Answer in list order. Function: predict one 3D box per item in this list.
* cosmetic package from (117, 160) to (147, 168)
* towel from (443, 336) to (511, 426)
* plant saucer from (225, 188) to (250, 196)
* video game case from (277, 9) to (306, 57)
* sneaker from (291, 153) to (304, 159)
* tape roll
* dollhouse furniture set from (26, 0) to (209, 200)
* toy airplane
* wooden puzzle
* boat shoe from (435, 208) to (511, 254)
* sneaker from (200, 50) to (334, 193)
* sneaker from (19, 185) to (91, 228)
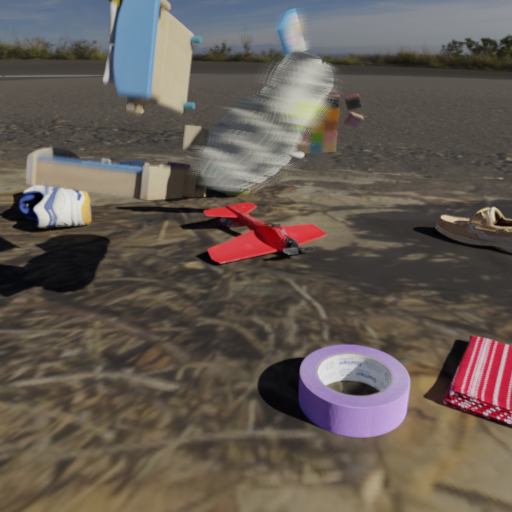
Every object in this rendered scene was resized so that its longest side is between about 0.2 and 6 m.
[{"bbox_3d":[-3.570,-2.477,16.259,0.731,0.451,0.734,-13,28,-28],"label":"cosmetic package"},{"bbox_3d":[3.647,1.635,6.752,2.359,0.265,1.706,13,25,28],"label":"towel"},{"bbox_3d":[-0.528,-1.732,14.857,0.675,0.162,0.676,-2,23,-6],"label":"plant saucer"},{"bbox_3d":[0.991,-4.161,12.474,0.200,2.245,1.607,-9,34,19],"label":"video game case"},{"bbox_3d":[0.319,-3.008,12.752,2.116,1.222,0.794,6,21,-35],"label":"sneaker"},{"bbox_3d":[1.155,1.572,6.688,1.287,0.422,1.287,0,22,0],"label":"tape roll"},{"bbox_3d":[-1.739,-2.179,7.714,1.698,2.602,2.457,9,9,12],"label":"dollhouse furniture set"},{"bbox_3d":[0.045,-0.571,11.630,2.895,0.533,2.895,1,22,-1],"label":"toy airplane"},{"bbox_3d":[0.926,-2.560,10.943,2.278,1.351,0.160,-2,52,1],"label":"wooden puzzle"},{"bbox_3d":[4.796,-0.610,11.400,2.234,0.773,0.824,17,28,35],"label":"boat shoe"},{"bbox_3d":[0.194,-1.657,7.516,0.979,1.006,2.526,40,63,2],"label":"sneaker"},{"bbox_3d":[-4.885,-1.447,12.966,1.306,1.115,2.962,-14,26,-30],"label":"sneaker"}]
